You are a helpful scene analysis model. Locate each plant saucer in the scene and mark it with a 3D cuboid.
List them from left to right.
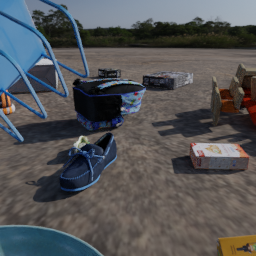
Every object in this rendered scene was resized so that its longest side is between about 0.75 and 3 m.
[{"bbox_3d":[-1.249,1.675,1.896,2.716,0.372,2.716,1,19,0],"label":"plant saucer"}]

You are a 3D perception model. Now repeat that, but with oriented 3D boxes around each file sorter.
[{"bbox_3d":[-2.331,-0.978,5.238,1.723,1.949,2.809,31,66,21],"label":"file sorter"}]

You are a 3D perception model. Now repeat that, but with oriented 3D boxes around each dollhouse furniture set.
[{"bbox_3d":[3.817,-0.761,8.126,2.816,1.451,2.786,3,31,9],"label":"dollhouse furniture set"}]

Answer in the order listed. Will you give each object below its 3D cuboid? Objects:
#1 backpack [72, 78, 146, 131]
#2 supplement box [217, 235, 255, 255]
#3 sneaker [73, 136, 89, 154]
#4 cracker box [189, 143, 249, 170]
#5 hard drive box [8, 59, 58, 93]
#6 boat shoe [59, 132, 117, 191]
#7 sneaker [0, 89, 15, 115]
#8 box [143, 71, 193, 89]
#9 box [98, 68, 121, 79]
[{"bbox_3d":[-0.457,-0.733,7.626,1.778,1.196,1.623,-11,22,-27],"label":"backpack"},{"bbox_3d":[1.276,1.154,2.519,0.890,0.306,0.296,-7,36,7],"label":"supplement box"},{"bbox_3d":[-0.880,0.387,5.763,0.357,0.310,0.807,9,15,3],"label":"sneaker"},{"bbox_3d":[1.712,0.530,5.365,0.966,0.279,0.647,0,19,2],"label":"cracker box"},{"bbox_3d":[-4.405,-2.465,12.764,2.314,1.140,2.969,-4,19,-11],"label":"hard drive box"},{"bbox_3d":[-0.711,0.515,4.954,0.699,0.571,1.662,5,20,14],"label":"boat shoe"},{"bbox_3d":[-4.545,-1.483,9.167,2.889,1.618,1.121,18,26,42],"label":"sneaker"},{"bbox_3d":[1.916,-2.313,13.296,1.635,0.516,2.073,13,23,32],"label":"box"},{"bbox_3d":[-1.037,-3.048,15.557,0.851,0.447,1.039,-14,23,-35],"label":"box"}]
